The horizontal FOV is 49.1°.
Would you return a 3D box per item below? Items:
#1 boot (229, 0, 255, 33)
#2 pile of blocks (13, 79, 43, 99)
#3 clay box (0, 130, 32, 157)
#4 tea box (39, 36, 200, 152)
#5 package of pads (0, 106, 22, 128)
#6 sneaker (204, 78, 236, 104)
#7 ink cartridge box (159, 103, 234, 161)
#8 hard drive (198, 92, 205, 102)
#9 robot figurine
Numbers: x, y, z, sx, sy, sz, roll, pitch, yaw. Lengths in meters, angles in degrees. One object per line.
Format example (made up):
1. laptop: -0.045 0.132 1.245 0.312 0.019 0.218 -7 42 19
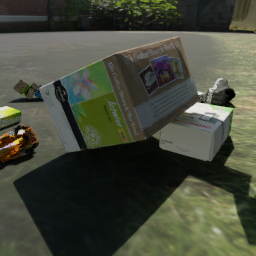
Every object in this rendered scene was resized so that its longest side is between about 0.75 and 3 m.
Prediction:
1. boot: 3.667 -2.583 7.492 1.823 2.346 0.854 7 42 19
2. pile of blocks: -3.969 -1.530 12.268 1.947 0.799 0.605 10 -19 1
3. clay box: -3.326 0.471 7.789 0.733 0.303 1.275 22 33 38
4. tea box: -0.138 -0.916 7.655 2.925 1.986 2.973 -13 13 42
5. package of pads: -4.390 -0.353 9.581 0.909 0.401 1.177 17 28 32
6. sneaker: 4.058 -1.498 11.848 1.035 0.760 2.288 16 31 26
7. ink cartridge box: 2.034 -0.010 8.173 1.511 0.873 2.077 13 27 29
8. hard drive: 1.699 -1.519 12.303 1.812 0.366 2.747 -18 29 -36
9. robot figurine: -2.912 0.388 7.442 1.148 0.832 0.334 -33 11 -37
